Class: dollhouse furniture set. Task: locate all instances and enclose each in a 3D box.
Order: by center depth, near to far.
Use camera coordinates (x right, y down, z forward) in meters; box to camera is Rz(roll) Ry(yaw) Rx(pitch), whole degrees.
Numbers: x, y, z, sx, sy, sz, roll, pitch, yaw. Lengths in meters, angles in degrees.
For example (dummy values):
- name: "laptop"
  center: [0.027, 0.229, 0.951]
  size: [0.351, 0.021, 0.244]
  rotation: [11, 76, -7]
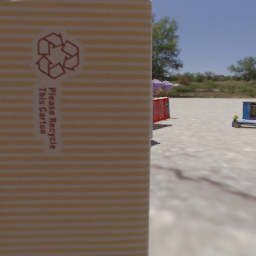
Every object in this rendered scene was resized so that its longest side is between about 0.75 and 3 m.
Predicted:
- name: "dollhouse furniture set"
  center: [4.041, -0.442, 8.967]
  size: [1.165, 0.805, 1.234]
  rotation: [4, 8, 32]

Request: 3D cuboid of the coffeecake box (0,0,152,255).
- name: "coffeecake box"
  center: [-0.298, 0.233, 1.629]
  size: [0.650, 1.365, 1.778]
  rotation: [0, 7, -3]

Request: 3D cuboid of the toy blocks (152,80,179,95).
- name: "toy blocks"
  center: [0.537, -1.899, 12.085]
  size: [2.691, 2.880, 2.424]
  rotation: [-6, 4, -37]

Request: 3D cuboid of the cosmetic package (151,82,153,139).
- name: "cosmetic package"
  center: [-0.163, -0.386, 6.380]
  size: [1.122, 1.362, 1.124]
  rotation: [5, 9, 34]

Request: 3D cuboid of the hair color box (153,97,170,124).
- name: "hair color box"
  center: [0.225, -0.498, 8.912]
  size: [1.313, 0.792, 2.588]
  rotation: [0, 8, 32]
